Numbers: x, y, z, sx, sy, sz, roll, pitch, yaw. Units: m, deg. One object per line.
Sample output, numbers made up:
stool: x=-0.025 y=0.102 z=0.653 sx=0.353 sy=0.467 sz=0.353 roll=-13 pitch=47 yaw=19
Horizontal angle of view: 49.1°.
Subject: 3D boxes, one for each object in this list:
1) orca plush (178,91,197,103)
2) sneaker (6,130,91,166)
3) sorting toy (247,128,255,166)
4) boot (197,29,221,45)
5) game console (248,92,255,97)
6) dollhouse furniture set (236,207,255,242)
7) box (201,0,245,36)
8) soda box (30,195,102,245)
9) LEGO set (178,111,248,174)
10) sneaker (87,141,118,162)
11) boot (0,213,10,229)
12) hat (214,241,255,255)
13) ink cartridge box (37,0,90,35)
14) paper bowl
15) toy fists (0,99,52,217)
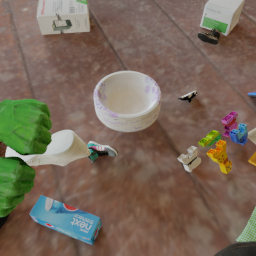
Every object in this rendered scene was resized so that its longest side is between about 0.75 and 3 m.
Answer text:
orca plush: x=1.954 y=-0.950 z=8.946 sx=0.785 sy=0.413 sz=0.279 roll=-26 pitch=94 yaw=-46
sneaker: x=-1.564 y=0.516 z=5.438 sx=1.768 sy=0.782 sz=0.665 roll=-6 pitch=62 yaw=25
sorting toy: x=4.238 y=0.422 z=7.855 sx=2.601 sy=0.354 sz=1.465 roll=-26 pitch=50 yaw=-21
boot: x=3.220 y=-3.665 z=11.029 sx=0.855 sy=0.313 sz=0.644 roll=24 pitch=57 yaw=13
game console: x=4.580 y=-0.758 z=8.751 sx=1.277 sy=0.756 sz=1.090 roll=-5 pitch=9 yaw=-4
dollhouse furniture set: x=4.097 y=2.282 z=5.705 sx=2.884 sy=1.447 sz=1.889 roll=30 pitch=58 yaw=21
box: x=3.795 y=-4.611 z=11.297 sx=1.207 sy=1.039 sz=1.213 roll=28 pitch=57 yaw=20
soda box: x=-1.421 y=2.108 z=6.449 sx=1.547 sy=0.496 sz=0.525 roll=17 pitch=54 yaw=12
LEGO set: x=2.507 y=0.607 z=7.496 sx=2.245 sy=0.921 sz=0.856 roll=-36 pitch=29 yaw=-19
sneaker: x=-0.783 y=0.708 z=7.591 sx=0.919 sy=0.384 sz=0.555 roll=14 pitch=48 yaw=20
boot: x=-3.594 y=2.176 z=6.415 sx=1.125 sy=0.508 sz=1.373 roll=27 pitch=59 yaw=21
hat: x=2.313 y=3.391 z=5.077 sx=2.465 sy=0.994 sz=2.465 roll=-13 pitch=55 yaw=20
ink cartridge box: x=-2.597 y=-4.607 z=11.426 sx=1.971 sy=0.828 sz=1.438 roll=-5 pitch=52 yaw=-4
paper bowl: x=-0.009 y=-0.708 z=8.296 sx=1.941 sy=1.009 sz=1.941 roll=0 pitch=52 yaw=1
toy fists: x=-1.614 y=0.390 z=4.009 sx=0.865 sy=0.583 sz=1.697 roll=13 pitch=76 yaw=28
